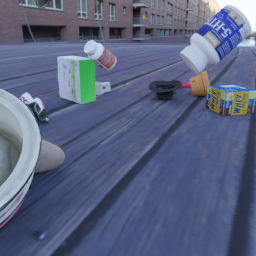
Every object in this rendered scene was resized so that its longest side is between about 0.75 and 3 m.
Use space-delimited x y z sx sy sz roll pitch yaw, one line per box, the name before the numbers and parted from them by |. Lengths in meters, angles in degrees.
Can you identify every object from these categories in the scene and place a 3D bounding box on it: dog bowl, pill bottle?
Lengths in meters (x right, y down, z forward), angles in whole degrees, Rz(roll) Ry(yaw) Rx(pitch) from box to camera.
dog bowl | -2.713 0.563 4.177 2.806 1.035 2.806 6 47 -7
pill bottle | 2.205 -2.227 7.211 1.637 0.980 0.980 -43 21 7
pill bottle | -0.641 -1.664 6.408 0.421 0.421 0.751 17 -8 39

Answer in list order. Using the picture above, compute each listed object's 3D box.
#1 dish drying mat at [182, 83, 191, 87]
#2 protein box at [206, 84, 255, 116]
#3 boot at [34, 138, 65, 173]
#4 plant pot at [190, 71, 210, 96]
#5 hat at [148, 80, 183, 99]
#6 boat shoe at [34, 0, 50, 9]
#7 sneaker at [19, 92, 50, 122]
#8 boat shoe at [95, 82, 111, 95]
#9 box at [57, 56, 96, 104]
dish drying mat | 2.711 -2.179 14.147 1.558 0.142 0.598 0 21 -1
protein box | 3.683 -1.043 10.099 1.227 0.828 1.218 -6 21 -16
boot | -2.394 0.806 4.908 2.571 0.903 1.880 3 20 -16
plant pot | 3.123 -1.854 12.142 0.756 1.080 1.080 -11 17 16
hat | 1.580 -1.524 11.743 1.561 0.630 1.561 -6 26 3
boat shoe | -2.403 -4.170 8.372 0.497 1.391 0.416 6 45 -43
sneaker | -3.269 -0.528 9.153 0.848 0.789 1.964 -34 32 -25
boat shoe | -1.461 -1.801 12.654 0.724 0.583 1.561 6 12 29
box | -2.106 -1.982 11.364 0.831 1.718 1.516 -18 26 -41
